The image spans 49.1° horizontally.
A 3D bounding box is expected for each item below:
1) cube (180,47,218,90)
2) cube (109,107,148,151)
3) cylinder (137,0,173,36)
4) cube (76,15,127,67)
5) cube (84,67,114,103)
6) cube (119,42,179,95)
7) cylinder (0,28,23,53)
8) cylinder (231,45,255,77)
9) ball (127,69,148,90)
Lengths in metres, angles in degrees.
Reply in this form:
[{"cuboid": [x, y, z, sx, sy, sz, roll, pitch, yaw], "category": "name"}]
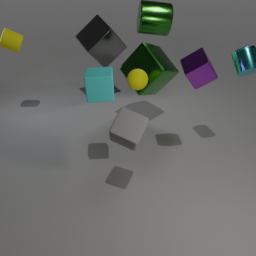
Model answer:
[{"cuboid": [1.972, -1.649, 7.806, 0.700, 0.700, 0.700, -27, 44, 23], "category": "cube"}, {"cuboid": [0.012, 0.035, 6.726, 0.700, 0.700, 0.700, 24, 72, 6], "category": "cube"}, {"cuboid": [1.181, -4.937, 12.621, 1.400, 1.400, 1.400, 3, 31, -7], "category": "cylinder"}, {"cuboid": [-1.194, -3.844, 12.520, 1.400, 1.400, 1.400, -42, 55, 9], "category": "cube"}, {"cuboid": [-0.737, -1.140, 7.344, 0.700, 0.700, 0.700, -4, 32, -1], "category": "cube"}, {"cuboid": [0.822, -2.236, 10.800, 1.400, 1.400, 1.400, 56, 31, 13], "category": "cube"}, {"cuboid": [-4.428, -3.302, 10.597, 0.700, 0.700, 0.700, 19, 21, -29], "category": "cylinder"}, {"cuboid": [3.519, -1.978, 8.334, 0.700, 0.700, 0.700, -11, -9, -2], "category": "cylinder"}, {"cuboid": [0.319, -1.626, 9.389, 0.700, 0.700, 0.700, 0, 31, 0], "category": "ball"}]
